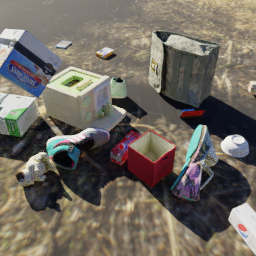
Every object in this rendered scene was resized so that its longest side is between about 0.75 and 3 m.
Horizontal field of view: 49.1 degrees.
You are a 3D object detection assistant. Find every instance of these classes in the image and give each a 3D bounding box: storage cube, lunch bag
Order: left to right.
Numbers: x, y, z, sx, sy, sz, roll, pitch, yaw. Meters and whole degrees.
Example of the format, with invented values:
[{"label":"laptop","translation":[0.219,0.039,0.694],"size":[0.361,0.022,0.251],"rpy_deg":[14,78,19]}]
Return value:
[{"label":"storage cube","translation":[0.715,0.932,8.691],"size":[1.050,1.104,1.228],"rpy_deg":[-32,48,-33]},{"label":"lunch bag","translation":[2.109,-2.624,12.017],"size":[2.980,2.444,1.752],"rpy_deg":[25,45,28]}]

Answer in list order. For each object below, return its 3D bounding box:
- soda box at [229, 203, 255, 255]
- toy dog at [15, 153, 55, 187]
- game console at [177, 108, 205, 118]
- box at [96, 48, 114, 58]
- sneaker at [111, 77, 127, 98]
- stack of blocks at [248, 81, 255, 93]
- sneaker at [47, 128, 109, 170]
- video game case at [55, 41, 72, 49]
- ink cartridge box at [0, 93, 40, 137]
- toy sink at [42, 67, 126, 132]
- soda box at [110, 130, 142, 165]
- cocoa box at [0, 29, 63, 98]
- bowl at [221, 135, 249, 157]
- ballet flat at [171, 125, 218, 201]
[{"label":"soda box","translation":[3.225,2.686,6.963],"size":[0.496,0.531,1.558],"rpy_deg":[-14,41,-17]},{"label":"toy dog","translation":[-2.942,1.294,8.567],"size":[1.015,0.730,1.047],"rpy_deg":[13,42,23]},{"label":"game console","translation":[2.493,-0.700,11.170],"size":[0.900,0.534,0.776],"rpy_deg":[-4,40,-5]},{"label":"box","translation":[-1.268,-4.281,15.876],"size":[0.622,0.217,1.045],"rpy_deg":[23,46,26]},{"label":"sneaker","translation":[-0.885,-1.764,12.147],"size":[1.633,0.963,0.601],"rpy_deg":[-6,41,-5]},{"label":"stack of blocks","translation":[5.904,-1.772,12.481],"size":[0.965,0.556,0.283],"rpy_deg":[0,39,0]},{"label":"sneaker","translation":[-1.596,0.697,9.112],"size":[2.138,0.894,1.291],"rpy_deg":[-13,35,-4]},{"label":"video game case","translation":[-3.890,-5.053,16.935],"size":[0.662,0.082,0.925],"rpy_deg":[12,40,15]},{"label":"ink cartridge box","translation":[-4.711,-0.564,10.721],"size":[2.074,0.862,1.521],"rpy_deg":[8,40,10]},{"label":"toy sink","translation":[-1.663,-1.144,10.885],"size":[2.796,1.567,1.823],"rpy_deg":[22,44,25]},{"label":"soda box","translation":[-0.054,0.656,9.569],"size":[0.467,0.423,1.334],"rpy_deg":[23,43,24]},{"label":"cocoa box","translation":[-2.715,-1.669,7.102],"size":[1.745,1.164,1.145],"rpy_deg":[26,81,48]},{"label":"bowl","translation":[3.757,0.544,9.715],"size":[0.952,0.428,0.952],"rpy_deg":[1,39,0]},{"label":"ballet flat","translation":[2.225,1.106,8.744],"size":[1.018,0.989,2.860],"rpy_deg":[29,49,5]}]
